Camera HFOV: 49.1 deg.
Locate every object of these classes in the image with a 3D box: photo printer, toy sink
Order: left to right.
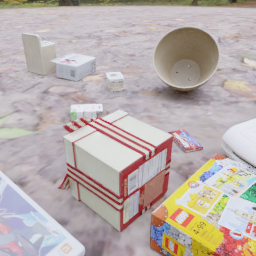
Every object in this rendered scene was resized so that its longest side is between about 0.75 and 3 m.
[{"bbox_3d":[-3.997,-3.465,12.841,1.145,1.757,0.984,17,33,30],"label":"toy sink"},{"bbox_3d":[3.631,0.478,6.473,2.511,0.872,2.089,-16,33,-26],"label":"photo printer"}]

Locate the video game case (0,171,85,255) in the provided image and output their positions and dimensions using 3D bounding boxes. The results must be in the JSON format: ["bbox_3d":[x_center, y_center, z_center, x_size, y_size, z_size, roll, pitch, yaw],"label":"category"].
[{"bbox_3d":[-2.342,1.762,4.096,2.561,0.294,2.333,31,38,24],"label":"video game case"}]

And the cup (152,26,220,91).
[{"bbox_3d":[2.168,-2.346,10.577,2.341,2.341,1.674,7,-10,12],"label":"cup"}]

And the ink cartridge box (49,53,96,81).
[{"bbox_3d":[-2.468,-2.789,12.647,1.451,0.693,1.653,15,32,20],"label":"ink cartridge box"}]

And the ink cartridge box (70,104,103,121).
[{"bbox_3d":[-1.294,-0.495,8.846,0.988,0.333,0.579,-3,29,-6],"label":"ink cartridge box"}]

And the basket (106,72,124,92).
[{"bbox_3d":[-0.521,-1.833,11.103,0.597,0.543,0.880,-6,28,-10],"label":"basket"}]

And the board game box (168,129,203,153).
[{"bbox_3d":[1.535,0.335,7.568,0.520,0.098,1.009,-10,30,-16],"label":"board game box"}]

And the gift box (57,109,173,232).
[{"bbox_3d":[-0.335,0.678,5.321,1.673,1.653,1.791,27,35,37],"label":"gift box"}]

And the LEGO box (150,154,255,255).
[{"bbox_3d":[1.650,1.485,4.652,1.610,0.834,2.161,22,36,35],"label":"LEGO box"}]
